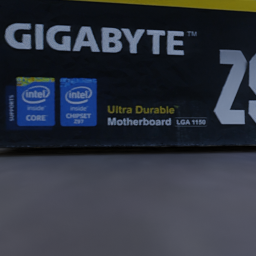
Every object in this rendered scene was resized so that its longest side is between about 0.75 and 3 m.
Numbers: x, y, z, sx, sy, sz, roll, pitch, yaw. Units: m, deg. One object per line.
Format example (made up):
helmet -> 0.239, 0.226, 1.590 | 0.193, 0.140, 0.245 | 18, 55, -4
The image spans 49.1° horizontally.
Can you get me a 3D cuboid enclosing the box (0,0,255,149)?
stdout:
box -> 0.621, -0.249, 2.302 | 2.830, 0.698, 2.260 | 0, 2, -8
